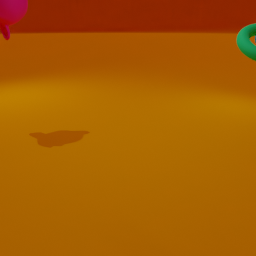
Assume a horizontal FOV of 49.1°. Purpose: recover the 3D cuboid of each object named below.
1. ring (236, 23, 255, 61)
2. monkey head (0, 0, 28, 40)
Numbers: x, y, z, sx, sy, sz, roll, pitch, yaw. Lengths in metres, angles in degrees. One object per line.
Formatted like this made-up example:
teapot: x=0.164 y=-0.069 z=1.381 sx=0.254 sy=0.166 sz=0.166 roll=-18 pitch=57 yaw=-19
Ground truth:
ring: x=3.239 y=-1.950 z=6.437 sx=1.440 sy=0.288 sz=1.440 roll=0 pitch=51 yaw=0
monkey head: x=-3.515 y=-3.510 z=7.809 sx=1.404 sy=1.952 sz=1.176 roll=9 pitch=-9 yaw=42
